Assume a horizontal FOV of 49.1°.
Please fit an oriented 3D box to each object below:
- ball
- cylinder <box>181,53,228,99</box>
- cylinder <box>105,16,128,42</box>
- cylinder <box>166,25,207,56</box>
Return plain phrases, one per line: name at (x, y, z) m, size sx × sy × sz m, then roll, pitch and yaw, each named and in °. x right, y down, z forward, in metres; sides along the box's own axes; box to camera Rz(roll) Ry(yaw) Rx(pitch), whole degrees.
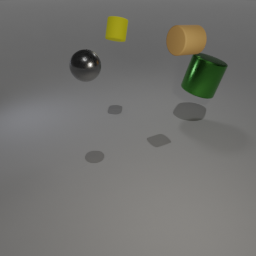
ball at (-0.940, -1.374, 6.186) m, size 0.700 × 0.700 × 0.700 m, roll 0°, pitch 28°, yaw 0°
cylinder at (2.994, -2.081, 11.099) m, size 1.400 × 1.400 × 1.400 m, roll 14°, pitch 28°, yaw -8°
cylinder at (-0.385, -3.338, 9.482) m, size 0.700 × 0.700 × 0.700 m, roll 8°, pitch 9°, yaw -1°
cylinder at (1.414, -2.133, 6.808) m, size 0.700 × 0.700 × 0.700 m, roll -13°, pitch 31°, yaw -31°
